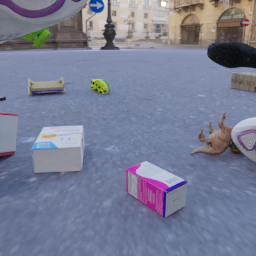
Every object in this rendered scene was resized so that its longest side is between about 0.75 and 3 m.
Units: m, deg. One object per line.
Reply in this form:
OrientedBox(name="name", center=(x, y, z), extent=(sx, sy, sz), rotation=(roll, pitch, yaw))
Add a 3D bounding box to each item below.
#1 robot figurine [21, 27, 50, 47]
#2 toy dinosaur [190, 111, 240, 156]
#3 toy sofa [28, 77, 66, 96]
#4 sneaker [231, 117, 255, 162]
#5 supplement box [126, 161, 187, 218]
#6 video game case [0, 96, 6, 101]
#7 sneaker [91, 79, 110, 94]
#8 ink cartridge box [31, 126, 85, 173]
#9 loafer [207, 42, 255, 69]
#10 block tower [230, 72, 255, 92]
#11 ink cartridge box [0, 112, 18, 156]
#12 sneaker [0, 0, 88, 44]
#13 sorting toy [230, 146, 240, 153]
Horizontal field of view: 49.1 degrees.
OrientedBox(name="robot figurine", center=(-3.242, -3.494, 8.991), extent=(1.152, 1.747, 1.991), rotation=(-29, 3, 0))
OrientedBox(name="toy dinosaur", center=(2.031, 0.287, 6.067), extent=(1.345, 0.912, 0.577), rotation=(-40, -4, -7))
OrientedBox(name="toy sofa", center=(-3.569, -1.744, 12.312), extent=(1.551, 0.757, 0.642), rotation=(-6, 45, -18))
OrientedBox(name="sneaker", center=(3.195, 0.077, 5.946), extent=(2.580, 0.966, 1.285), rotation=(3, 36, -18))
OrientedBox(name="supplement box", center=(0.423, 0.933, 4.442), extent=(0.465, 0.475, 0.919), rotation=(-15, 25, -36))
OrientedBox(name="video game case", center=(-5.633, -1.151, 11.107), extent=(1.116, 0.142, 1.009), rotation=(11, 21, 28))
OrientedBox(name="sneaker", center=(-1.177, -1.980, 12.782), extent=(0.720, 0.638, 1.723), rotation=(-13, 22, -23))
OrientedBox(name="ink cartridge box", center=(-1.430, 0.352, 6.043), extent=(0.923, 0.544, 1.603), rotation=(-2, 19, -6))
OrientedBox(name="loafer", center=(2.316, -1.565, 6.006), extent=(1.541, 0.523, 0.541), rotation=(2, 29, -21))
OrientedBox(name="block tower", center=(6.086, -1.998, 12.630), extent=(0.827, 0.772, 2.860), rotation=(-12, 23, -34))
OrientedBox(name="ink cartridge box", center=(-3.747, 0.041, 5.737), extent=(2.267, 0.945, 1.646), rotation=(4, 1, 15))
OrientedBox(name="sneaker", center=(-1.838, -1.775, 4.090), extent=(2.560, 0.959, 1.275), rotation=(-17, 12, -7))
OrientedBox(name="sorting toy", center=(2.912, 0.237, 6.693), extent=(1.475, 0.249, 0.711), rotation=(-18, 23, -15))
